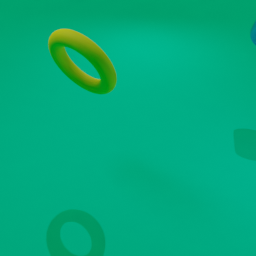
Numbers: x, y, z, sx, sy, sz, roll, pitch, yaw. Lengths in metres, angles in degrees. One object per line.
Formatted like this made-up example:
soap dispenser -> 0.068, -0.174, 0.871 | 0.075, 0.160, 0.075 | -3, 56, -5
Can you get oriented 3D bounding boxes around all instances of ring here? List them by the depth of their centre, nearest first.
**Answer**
ring -> -0.833, -1.167, 5.116 | 1.449, 1.449, 0.290 | 24, 66, 26

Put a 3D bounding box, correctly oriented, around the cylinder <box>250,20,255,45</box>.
cylinder -> 3.868, -2.730, 7.443 | 0.960, 0.960, 0.960 | -2, 78, 9
